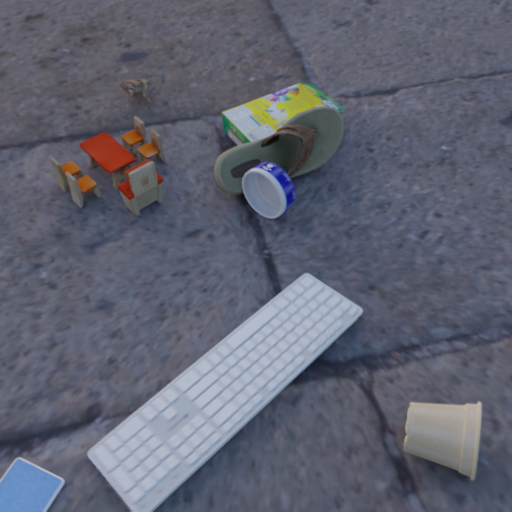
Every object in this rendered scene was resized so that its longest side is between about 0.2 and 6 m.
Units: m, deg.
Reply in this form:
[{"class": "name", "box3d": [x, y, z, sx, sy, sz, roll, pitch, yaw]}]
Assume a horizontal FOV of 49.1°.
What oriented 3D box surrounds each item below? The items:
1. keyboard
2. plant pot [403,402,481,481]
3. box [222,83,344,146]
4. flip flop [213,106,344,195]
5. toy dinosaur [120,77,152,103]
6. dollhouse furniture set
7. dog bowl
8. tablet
[{"class": "keyboard", "box3d": [-0.315, 1.945, 9.003, 4.848, 0.258, 1.364, -37, 59, -27]}, {"class": "plant pot", "box3d": [2.666, 2.568, 8.070, 0.982, 1.072, 1.072, 6, 49, 20]}, {"class": "box", "box3d": [0.653, -3.213, 13.139, 2.555, 0.618, 1.499, -26, 54, -17]}, {"class": "flip flop", "box3d": [0.570, -2.194, 11.733, 3.099, 1.257, 0.892, -24, 10, -15]}, {"class": "toy dinosaur", "box3d": [-3.039, -4.172, 13.831, 0.779, 0.493, 1.149, 30, 20, 31]}, {"class": "dollhouse furniture set", "box3d": [-2.870, -1.935, 11.700, 2.192, 1.129, 2.168, -34, 58, -25]}, {"class": "dog bowl", "box3d": [0.245, -1.311, 11.210, 1.079, 1.079, 0.425, 34, 54, 25]}, {"class": "tablet", "box3d": [-3.387, 3.553, 7.749, 0.867, 0.091, 1.333, 18, 51, 15]}]
